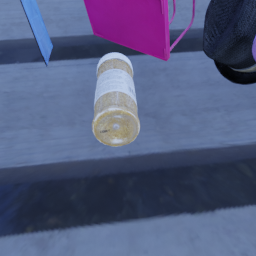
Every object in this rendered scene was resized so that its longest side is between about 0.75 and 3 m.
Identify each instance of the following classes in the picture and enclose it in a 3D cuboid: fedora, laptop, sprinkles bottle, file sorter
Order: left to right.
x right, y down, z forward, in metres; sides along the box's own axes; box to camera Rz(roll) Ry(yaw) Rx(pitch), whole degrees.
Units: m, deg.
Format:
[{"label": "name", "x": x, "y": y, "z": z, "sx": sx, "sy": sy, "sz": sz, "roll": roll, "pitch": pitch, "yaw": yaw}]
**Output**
[{"label": "laptop", "x": -1.569, "y": -3.267, "z": 6.148, "sx": 2.913, "sy": 1.688, "sz": 2.727, "roll": -49, "pitch": 25, "yaw": 11}, {"label": "sprinkles bottle", "x": -0.198, "y": -0.538, "z": 4.367, "sx": 0.648, "sy": 0.648, "sz": 1.898, "roll": -2, "pitch": 36, "yaw": -2}, {"label": "file sorter", "x": 0.273, "y": -2.896, "z": 6.464, "sx": 2.242, "sy": 1.558, "sz": 1.406, "roll": 28, "pitch": 65, "yaw": 26}, {"label": "fedora", "x": 2.342, "y": -2.219, "z": 5.776, "sx": 1.190, "sy": 2.607, "sz": 2.607, "roll": 0, "pitch": 45, "yaw": -29}]

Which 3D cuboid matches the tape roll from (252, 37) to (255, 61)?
[{"label": "tape roll", "x": 2.357, "y": -0.951, "z": 3.034, "sx": 1.781, "sy": 1.781, "sz": 0.584, "roll": 20, "pitch": 83, "yaw": 17}]
